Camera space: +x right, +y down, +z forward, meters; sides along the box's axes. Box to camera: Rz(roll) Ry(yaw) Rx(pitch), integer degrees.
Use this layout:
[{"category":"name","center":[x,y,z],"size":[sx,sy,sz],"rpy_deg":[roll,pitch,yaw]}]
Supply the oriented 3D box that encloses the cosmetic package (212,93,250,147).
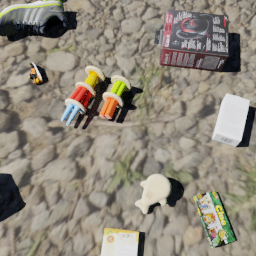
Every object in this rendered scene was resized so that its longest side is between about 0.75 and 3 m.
[{"category":"cosmetic package","center":[3.349,-0.265,9.103],"size":[0.793,0.557,1.563],"rpy_deg":[19,67,9]}]

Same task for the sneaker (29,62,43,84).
[{"category":"sneaker","center":[-3.398,-1.961,10.021],"size":[0.412,0.320,0.915],"rpy_deg":[-27,70,-15]}]

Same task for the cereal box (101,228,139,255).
[{"category":"cereal box","center":[-0.243,3.453,7.544],"size":[0.969,0.266,1.347],"rpy_deg":[6,65,3]}]

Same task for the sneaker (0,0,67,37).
[{"category":"sneaker","center":[-3.635,-4.056,10.644],"size":[2.795,1.033,1.131],"rpy_deg":[-24,70,-9]}]

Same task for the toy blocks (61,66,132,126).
[{"category":"toy blocks","center":[-1.081,-0.856,9.261],"size":[1.785,0.778,2.142],"rpy_deg":[22,67,10]}]

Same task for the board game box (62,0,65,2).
[{"category":"board game box","center":[-3.132,-5.380,11.697],"size":[0.861,0.148,0.583],"rpy_deg":[-29,68,-13]}]

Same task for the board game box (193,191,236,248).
[{"category":"board game box","center":[2.420,2.546,7.925],"size":[0.752,0.168,1.435],"rpy_deg":[-7,64,-21]}]

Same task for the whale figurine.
[{"category":"whale figurine","center":[0.759,1.906,8.164],"size":[0.965,0.629,1.213],"rpy_deg":[38,94,23]}]

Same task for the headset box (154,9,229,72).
[{"category":"headset box","center":[2.263,-3.233,10.248],"size":[2.573,0.965,1.913],"rpy_deg":[7,65,3]}]
